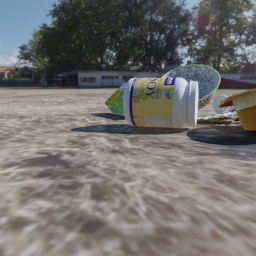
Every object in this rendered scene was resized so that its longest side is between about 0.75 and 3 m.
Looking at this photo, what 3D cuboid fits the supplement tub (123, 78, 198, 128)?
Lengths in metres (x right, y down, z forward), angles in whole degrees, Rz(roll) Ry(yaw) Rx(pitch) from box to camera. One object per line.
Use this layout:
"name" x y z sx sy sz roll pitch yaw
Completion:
"supplement tub" 0.988 -0.737 8.181 1.992 1.449 1.449 2 10 17

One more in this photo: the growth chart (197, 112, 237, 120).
"growth chart" 2.907 -0.417 9.468 1.916 0.170 1.386 -5 5 20

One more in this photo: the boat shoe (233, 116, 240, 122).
"boat shoe" 3.884 -0.320 9.259 0.854 0.277 0.307 -14 -16 -21

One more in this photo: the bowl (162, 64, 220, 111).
"bowl" 2.639 -1.488 12.060 2.625 1.232 2.625 -12 43 11

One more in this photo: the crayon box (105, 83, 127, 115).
"crayon box" 0.147 -1.152 11.139 1.314 0.645 2.212 -46 28 -16

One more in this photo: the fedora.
"fedora" 3.836 -0.524 7.456 2.695 1.099 2.695 -11 -3 -1

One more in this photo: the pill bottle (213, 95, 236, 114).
"pill bottle" 3.729 -0.853 10.295 1.206 0.699 0.699 -3 9 -42
